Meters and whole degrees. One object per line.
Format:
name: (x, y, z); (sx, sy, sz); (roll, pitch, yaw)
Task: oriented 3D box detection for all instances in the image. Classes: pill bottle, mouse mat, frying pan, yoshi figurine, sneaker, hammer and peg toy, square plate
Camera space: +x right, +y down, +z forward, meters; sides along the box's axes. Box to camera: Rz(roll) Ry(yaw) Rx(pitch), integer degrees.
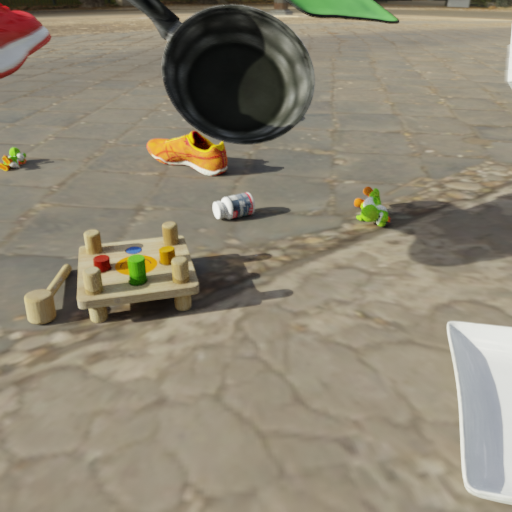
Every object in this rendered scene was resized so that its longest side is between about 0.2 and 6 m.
pill bottle: (-0.407, -0.875, 10.037); (0.684, 0.409, 0.409); (-15, 32, -24)
mouse mat: (0.932, -4.560, 9.379); (2.866, 0.108, 2.306); (-19, 59, -45)
frying pan: (-0.923, -2.716, 7.872); (3.571, 2.160, 0.581); (15, -15, -6)
yoshi figurine: (2.017, -0.872, 9.965); (0.561, 0.563, 1.002); (-17, 32, 1)
sneaker: (-1.514, -2.408, 12.403); (2.227, 0.859, 0.813); (16, 33, 29)
hammer and peg toy: (-1.986, 0.186, 7.687); (2.208, 0.779, 1.624); (-7, 29, -12)
sneaker: (-3.189, -2.900, 6.415); (0.960, 1.416, 2.451); (-25, 34, 0)
yoshi figurine: (-5.445, -2.189, 12.463); (0.429, 0.428, 0.764); (-1, 25, 12)
square plate: (3.244, 1.615, 5.509); (2.530, 0.363, 2.555); (6, 29, 12)

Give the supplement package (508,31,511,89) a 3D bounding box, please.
supplement package: (4.298, -2.289, 7.248); (1.419, 1.822, 1.010); (-6, 63, 41)
